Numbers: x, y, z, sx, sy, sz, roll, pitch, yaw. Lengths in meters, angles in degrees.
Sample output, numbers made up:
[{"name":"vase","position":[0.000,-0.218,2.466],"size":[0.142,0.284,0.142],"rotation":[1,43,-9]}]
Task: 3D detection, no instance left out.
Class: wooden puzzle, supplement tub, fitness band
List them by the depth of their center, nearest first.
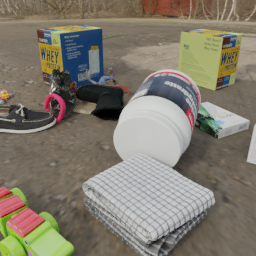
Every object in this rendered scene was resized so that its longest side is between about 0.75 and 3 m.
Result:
[{"name":"supplement tub","position":[0.919,-0.290,8.053],"size":[2.002,2.002,2.853],"rotation":[9,36,18]},{"name":"fitness band","position":[-2.650,-0.723,10.124],"size":[0.859,1.196,0.224],"rotation":[42,44,10]},{"name":"wooden puzzle","position":[-1.730,-0.813,11.430],"size":[1.418,0.166,0.957],"rotation":[14,33,21]}]

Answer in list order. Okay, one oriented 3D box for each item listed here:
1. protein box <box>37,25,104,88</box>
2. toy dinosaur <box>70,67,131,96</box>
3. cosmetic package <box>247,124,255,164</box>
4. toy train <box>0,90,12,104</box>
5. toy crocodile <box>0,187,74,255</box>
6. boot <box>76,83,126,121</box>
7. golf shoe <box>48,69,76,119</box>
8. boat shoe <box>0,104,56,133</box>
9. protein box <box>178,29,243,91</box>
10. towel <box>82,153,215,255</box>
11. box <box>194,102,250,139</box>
[{"name":"protein box","position":[-2.807,-3.640,14.213],"size":[1.823,2.702,2.682],"rotation":[22,34,36]},{"name":"toy dinosaur","position":[-1.472,-1.899,12.749],"size":[2.128,1.231,2.345],"rotation":[-38,55,-22]},{"name":"cosmetic package","position":[4.314,0.114,8.430],"size":[0.877,1.204,2.369],"rotation":[16,30,29]},{"name":"toy train","position":[-5.891,-1.458,12.430],"size":[1.497,0.416,1.124],"rotation":[14,29,25]},{"name":"toy crocodile","position":[-2.220,1.757,5.455],"size":[2.914,0.900,0.984],"rotation":[21,34,35]},{"name":"boot","position":[-1.098,-0.995,11.009],"size":[2.125,0.786,1.741],"rotation":[2,37,-1]},{"name":"golf shoe","position":[-2.761,-1.190,11.467],"size":[1.027,1.248,2.642],"rotation":[12,46,-23]},{"name":"boat shoe","position":[-4.053,-0.411,9.800],"size":[2.928,0.883,1.082],"rotation":[-2,27,-4]},{"name":"protein box","position":[4.072,-3.556,14.256],"size":[1.696,2.514,2.496],"rotation":[-20,33,-35]},{"name":"towel","position":[0.393,1.541,5.882],"size":[1.874,0.968,2.263],"rotation":[-21,31,-38]},{"name":"box","position":[3.074,-0.351,10.252],"size":[1.517,0.382,2.103],"rotation":[-14,29,-27]}]
